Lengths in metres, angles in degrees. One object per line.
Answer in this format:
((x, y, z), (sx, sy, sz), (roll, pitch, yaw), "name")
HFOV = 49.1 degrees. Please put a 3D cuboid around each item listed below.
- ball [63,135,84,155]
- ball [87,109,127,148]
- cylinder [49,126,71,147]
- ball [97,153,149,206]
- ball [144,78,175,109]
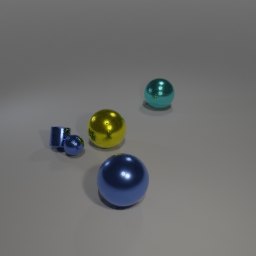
((-1.833, 0.570, 9.476), (0.700, 0.700, 0.700), (0, 29, 0), "ball")
((-0.752, 0.018, 9.945), (1.400, 1.400, 1.400), (0, 29, 0), "ball")
((-2.395, 0.322, 9.889), (0.700, 0.700, 0.700), (4, -4, 0), "cylinder")
((-0.133, 1.380, 7.514), (1.400, 1.400, 1.400), (0, 29, 0), "ball")
((1.431, -1.576, 12.810), (1.400, 1.400, 1.400), (0, 29, 0), "ball")
